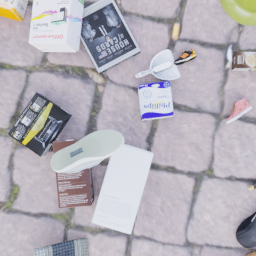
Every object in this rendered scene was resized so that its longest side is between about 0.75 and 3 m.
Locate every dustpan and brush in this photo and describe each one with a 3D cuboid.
[{"bbox_3d":[1.058,-2.182,10.456,1.683,0.482,1.174,-22,88,-1],"label":"dustpan and brush"}]

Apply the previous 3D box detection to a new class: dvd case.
[{"bbox_3d":[-0.874,-3.525,10.599,1.833,0.302,2.439,-28,87,0],"label":"dvd case"}]

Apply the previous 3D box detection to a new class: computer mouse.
[{"bbox_3d":[4.900,3.036,10.193,2.730,0.628,1.917,-37,89,-2],"label":"computer mouse"}]

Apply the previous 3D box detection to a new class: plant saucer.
[{"bbox_3d":[4.829,-5.254,10.609,2.690,0.418,2.690,0,87,0],"label":"plant saucer"}]

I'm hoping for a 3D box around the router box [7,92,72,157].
[{"bbox_3d":[-3.243,-0.126,10.369,1.500,0.498,1.908,34,88,1],"label":"router box"}]

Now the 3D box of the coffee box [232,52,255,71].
[{"bbox_3d":[4.504,-2.484,10.489,1.096,0.437,0.627,1,88,0],"label":"coffee box"}]

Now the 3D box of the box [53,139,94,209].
[{"bbox_3d":[-1.949,1.602,10.133,1.195,0.894,2.387,-5,89,0],"label":"box"}]

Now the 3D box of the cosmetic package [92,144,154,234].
[{"bbox_3d":[-0.182,2.075,10.027,1.480,1.078,2.911,17,86,0],"label":"cosmetic package"}]

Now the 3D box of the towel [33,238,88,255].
[{"bbox_3d":[-2.337,5.074,9.905,1.986,0.356,2.063,0,87,-32],"label":"towel"}]

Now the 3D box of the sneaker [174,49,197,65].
[{"bbox_3d":[2.103,-2.693,10.581,0.934,0.327,0.420,-21,81,-4],"label":"sneaker"}]

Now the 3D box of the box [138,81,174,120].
[{"bbox_3d":[1.011,-0.990,10.314,1.188,0.678,1.292,-7,89,0],"label":"box"}]

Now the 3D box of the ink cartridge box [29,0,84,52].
[{"bbox_3d":[-2.558,-3.953,10.104,1.591,0.923,2.198,5,88,18],"label":"ink cartridge box"}]

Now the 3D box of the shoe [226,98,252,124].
[{"bbox_3d":[4.031,-0.659,10.458,1.148,0.410,0.522,-34,87,-6],"label":"shoe"}]

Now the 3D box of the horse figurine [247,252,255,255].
[{"bbox_3d":[4.568,5.335,10.081,1.807,0.680,2.726,44,88,1],"label":"horse figurine"}]

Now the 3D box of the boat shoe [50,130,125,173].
[{"bbox_3d":[-1.135,0.734,8.354,2.337,0.832,0.815,-22,68,10],"label":"boat shoe"}]

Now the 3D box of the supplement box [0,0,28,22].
[{"bbox_3d":[-4.480,-5.490,10.336,1.619,0.945,2.569,14,88,0],"label":"supplement box"}]
